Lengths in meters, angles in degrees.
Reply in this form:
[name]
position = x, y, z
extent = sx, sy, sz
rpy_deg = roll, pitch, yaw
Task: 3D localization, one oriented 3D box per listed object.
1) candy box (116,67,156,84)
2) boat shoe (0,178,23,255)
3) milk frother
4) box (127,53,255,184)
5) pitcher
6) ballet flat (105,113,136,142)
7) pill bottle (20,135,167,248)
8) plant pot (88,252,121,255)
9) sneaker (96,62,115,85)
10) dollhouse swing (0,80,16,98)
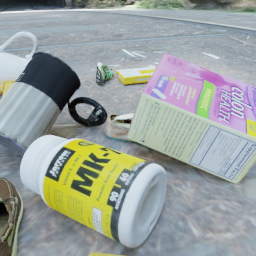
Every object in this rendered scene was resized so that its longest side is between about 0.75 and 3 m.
[candy box]
position = 1.039, -2.576, 13.426
extent = 2.994, 0.395, 1.531
rpy_deg = -8, 24, -14
[boat shoe]
position = -2.434, 1.549, 5.231
extent = 0.874, 0.876, 2.367
rpy_deg = -12, 30, -21
[milk frother]
position = -2.121, -0.222, 7.817
extent = 2.624, 2.368, 2.468
rpy_deg = 29, 68, -4
[box]
position = 1.798, -0.407, 7.217
extent = 2.885, 1.395, 2.538
rpy_deg = 23, 39, 5
[pitcher]
position = -4.969, -2.620, 11.371
extent = 2.868, 2.460, 1.738
rpy_deg = -3, 26, -6
[ballet flat]
position = 0.487, 0.047, 8.075
extent = 2.527, 0.850, 0.860
rpy_deg = 8, 29, 15
[pill bottle]
position = -0.721, 1.069, 5.480
extent = 2.643, 1.511, 1.511
rpy_deg = 15, 32, 27
[plant pot]
position = -0.196, 2.332, 3.492
extent = 1.294, 1.294, 1.142
rpy_deg = 3, 18, 6
[sneaker]
position = -1.025, -2.582, 13.176
extent = 0.913, 0.792, 2.061
rpy_deg = 4, 30, -9
[dollhouse swing]
position = -3.961, -1.079, 10.753
extent = 1.553, 1.366, 1.412
rpy_deg = -4, -16, -6
